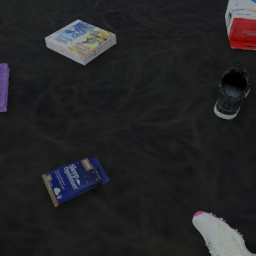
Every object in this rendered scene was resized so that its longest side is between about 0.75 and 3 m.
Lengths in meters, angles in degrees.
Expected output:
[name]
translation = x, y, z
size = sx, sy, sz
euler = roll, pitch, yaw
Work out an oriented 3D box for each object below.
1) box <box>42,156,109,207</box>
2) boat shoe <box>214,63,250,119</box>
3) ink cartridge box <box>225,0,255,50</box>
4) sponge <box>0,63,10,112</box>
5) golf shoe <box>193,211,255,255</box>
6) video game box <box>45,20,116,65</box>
[box]
translation = -1.169, 1.131, 6.321
size = 1.315, 0.213, 0.796
euler = -22, 51, -21
[boat shoe]
translation = 3.105, -1.321, 8.135
size = 0.901, 0.799, 2.411
euler = 23, 52, 20
[ink cartridge box]
translation = 4.529, -3.932, 10.480
size = 1.433, 0.829, 2.466
euler = 6, 49, 6
[sponge]
translation = -4.195, -1.188, 8.360
size = 1.135, 0.303, 2.035
euler = -10, 49, -9
[golf shoe]
translation = 1.776, 2.298, 4.959
size = 0.846, 0.696, 1.848
euler = -34, 55, -23
[video game box]
translation = -1.683, -3.124, 10.032
size = 1.884, 0.441, 1.717
euler = 29, 56, 24
